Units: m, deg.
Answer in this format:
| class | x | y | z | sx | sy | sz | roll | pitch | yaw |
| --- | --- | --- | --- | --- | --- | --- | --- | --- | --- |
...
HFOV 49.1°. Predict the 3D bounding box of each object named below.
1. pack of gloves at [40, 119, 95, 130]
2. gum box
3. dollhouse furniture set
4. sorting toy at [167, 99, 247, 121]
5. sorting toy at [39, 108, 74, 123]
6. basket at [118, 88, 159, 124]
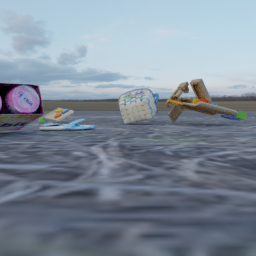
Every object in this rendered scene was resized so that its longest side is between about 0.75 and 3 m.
| class | x | y | z | sx | sy | sz | roll | pitch | yaw |
| --- | --- | --- | --- | --- | --- | --- | --- | --- | --- |
| pack of gloves | -1.659 | -0.129 | 7.705 | 1.452 | 0.286 | 1.220 | 0 | 5 | -16 |
| gum box | -3.088 | -0.407 | 5.784 | 1.264 | 0.737 | 2.228 | -21 | -11 | 42 |
| dollhouse furniture set | 2.048 | -0.907 | 9.768 | 1.231 | 1.170 | 1.003 | 2 | 44 | 48 |
| sorting toy | 2.675 | -0.732 | 9.411 | 2.755 | 0.375 | 1.551 | 13 | 1 | -11 |
| sorting toy | -2.756 | -0.463 | 10.591 | 0.886 | 0.176 | 1.198 | 15 | 37 | 36 |
| basket | 0.398 | -0.859 | 10.130 | 1.460 | 1.152 | 1.656 | -13 | 16 | 12 |
